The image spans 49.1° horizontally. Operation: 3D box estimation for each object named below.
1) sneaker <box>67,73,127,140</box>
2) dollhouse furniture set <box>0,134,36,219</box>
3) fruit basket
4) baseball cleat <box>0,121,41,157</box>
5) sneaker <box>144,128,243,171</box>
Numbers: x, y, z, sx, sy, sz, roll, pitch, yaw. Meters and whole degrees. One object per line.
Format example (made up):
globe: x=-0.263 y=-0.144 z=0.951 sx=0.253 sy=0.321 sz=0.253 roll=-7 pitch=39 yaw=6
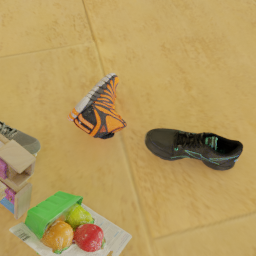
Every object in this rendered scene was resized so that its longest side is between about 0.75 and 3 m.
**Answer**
sneaker: x=-0.644 y=-0.577 z=8.615 sx=1.497 sy=1.037 sz=2.672 roll=41 pitch=44 yaw=-9
dollhouse furniture set: x=-3.758 y=1.684 z=5.847 sx=1.904 sy=2.755 sz=2.918 roll=35 pitch=47 yaw=8
fruit basket: x=-1.223 y=2.466 z=6.401 sx=2.145 sy=1.005 sz=1.987 roll=32 pitch=23 yaw=15
baseball cleat: x=-3.969 y=-0.023 z=7.912 sx=2.998 sy=1.596 sz=1.046 roll=8 pitch=24 yaw=1
sneaker: x=1.835 y=0.406 z=7.833 sx=2.736 sy=1.084 sz=1.031 roll=11 pitch=62 yaw=-2
